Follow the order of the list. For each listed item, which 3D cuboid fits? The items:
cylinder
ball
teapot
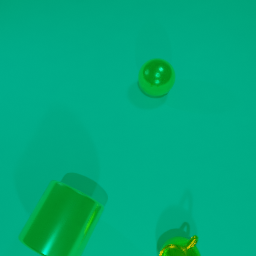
[{"bbox_3d":[-1.220,1.765,5.263,1.179,1.179,1.179,22,69,13],"label":"cylinder"},{"bbox_3d":[0.755,-1.333,7.367,0.983,0.983,0.983,0,59,0],"label":"ball"},{"bbox_3d":[0.905,2.531,5.281,0.835,0.657,1.342,42,100,34],"label":"teapot"}]
